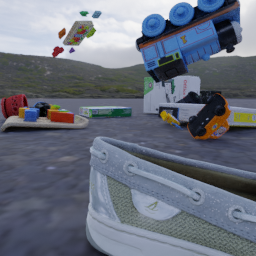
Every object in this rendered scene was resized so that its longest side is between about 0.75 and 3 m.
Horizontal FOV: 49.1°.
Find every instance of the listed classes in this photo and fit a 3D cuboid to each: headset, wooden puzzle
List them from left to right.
[{"bbox_3d":[-2.467,-0.311,8.276,2.261,0.523,2.094,-3,8,-20],"label":"wooden puzzle"},{"bbox_3d":[2.392,-0.766,10.261,1.930,0.907,1.192,-23,-20,-12],"label":"headset"}]

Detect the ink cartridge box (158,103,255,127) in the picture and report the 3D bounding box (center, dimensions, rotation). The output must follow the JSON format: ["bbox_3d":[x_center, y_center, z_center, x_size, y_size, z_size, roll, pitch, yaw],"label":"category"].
[{"bbox_3d":[2.759,-0.391,8.566,2.664,0.626,2.633,4,3,-32],"label":"ink cartridge box"}]

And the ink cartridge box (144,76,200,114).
[{"bbox_3d":[1.947,-1.469,12.685,2.347,1.715,0.990,5,7,37],"label":"ink cartridge box"}]

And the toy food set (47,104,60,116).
[{"bbox_3d":[-3.731,-0.752,11.916,2.427,0.487,1.675,1,7,8],"label":"toy food set"}]

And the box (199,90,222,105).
[{"bbox_3d":[3.453,-1.285,13.716,1.786,1.110,1.327,7,10,40],"label":"box"}]

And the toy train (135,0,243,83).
[{"bbox_3d":[1.397,-2.070,6.412,2.495,1.425,1.081,-19,-15,16],"label":"toy train"}]

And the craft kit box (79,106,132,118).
[{"bbox_3d":[-1.013,-0.714,12.088,1.784,0.433,1.762,-3,10,-25],"label":"craft kit box"}]

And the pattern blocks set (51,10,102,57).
[{"bbox_3d":[-1.883,-3.529,10.530,1.893,0.175,2.153,-31,-10,-42],"label":"pattern blocks set"}]

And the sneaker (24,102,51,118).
[{"bbox_3d":[-3.258,-0.571,10.370,0.734,0.628,1.771,8,13,4],"label":"sneaker"}]

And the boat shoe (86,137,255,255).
[{"bbox_3d":[0.761,0.436,1.624,2.139,0.686,0.788,2,8,19],"label":"boat shoe"}]

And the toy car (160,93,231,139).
[{"bbox_3d":[1.666,-0.301,6.645,0.728,1.073,2.187,31,4,-20],"label":"toy car"}]

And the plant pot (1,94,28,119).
[{"bbox_3d":[-4.191,-0.743,10.379,0.836,0.918,0.918,-10,9,-9],"label":"plant pot"}]

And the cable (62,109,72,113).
[{"bbox_3d":[-2.647,-0.471,10.176,0.708,0.367,1.458,2,7,12],"label":"cable"}]
